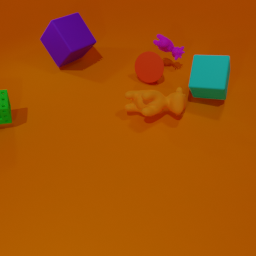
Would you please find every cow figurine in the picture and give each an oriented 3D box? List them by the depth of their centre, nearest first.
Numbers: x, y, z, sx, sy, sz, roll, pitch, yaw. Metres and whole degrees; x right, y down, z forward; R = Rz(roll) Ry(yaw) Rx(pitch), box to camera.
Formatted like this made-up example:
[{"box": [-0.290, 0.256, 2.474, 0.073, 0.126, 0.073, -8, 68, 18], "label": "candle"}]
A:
[{"box": [0.930, -0.830, 8.823, 1.652, 0.921, 1.678, -11, 17, -42], "label": "cow figurine"}, {"box": [1.543, -2.988, 10.362, 1.012, 0.565, 1.028, 38, 13, 30], "label": "cow figurine"}]

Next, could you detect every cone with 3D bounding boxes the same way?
[{"box": [0.956, -2.347, 10.522, 1.106, 1.106, 1.110, 17, 24, 17], "label": "cone"}]

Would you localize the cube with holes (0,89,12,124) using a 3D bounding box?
[{"box": [-3.873, -0.599, 8.243, 0.720, 0.720, 0.720, -7, 58, -17], "label": "cube with holes"}]

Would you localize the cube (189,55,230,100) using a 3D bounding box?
[{"box": [2.657, -1.620, 9.051, 1.091, 1.091, 1.091, 8, 81, 22], "label": "cube"}]

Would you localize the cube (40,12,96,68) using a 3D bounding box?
[{"box": [-2.294, -3.359, 10.745, 1.316, 1.316, 1.316, -37, 97, -38], "label": "cube"}]
